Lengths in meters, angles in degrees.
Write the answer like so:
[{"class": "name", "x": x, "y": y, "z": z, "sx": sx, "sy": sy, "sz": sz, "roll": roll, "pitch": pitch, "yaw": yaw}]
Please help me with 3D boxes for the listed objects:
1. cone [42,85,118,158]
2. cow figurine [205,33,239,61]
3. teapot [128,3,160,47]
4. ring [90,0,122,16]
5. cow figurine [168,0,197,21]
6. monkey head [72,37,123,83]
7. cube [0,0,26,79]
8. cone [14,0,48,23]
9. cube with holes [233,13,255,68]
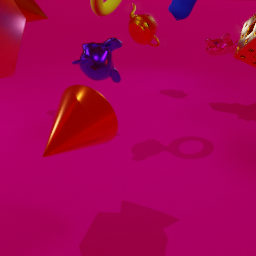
[{"class": "cone", "x": -0.919, "y": 0.098, "z": 4.274, "sx": 1.138, "sy": 1.138, "sz": 1.142, "roll": 13, "pitch": 39, "yaw": 24}, {"class": "cow figurine", "x": 3.224, "y": -2.646, "z": 9.305, "sx": 1.255, "sy": 0.689, "sz": 1.235, "roll": -7, "pitch": -10, "yaw": 25}, {"class": "teapot", "x": 0.562, "y": -3.769, "z": 10.422, "sx": 0.890, "sy": 1.817, "sz": 1.130, "roll": -42, "pitch": 9, "yaw": -24}, {"class": "ring", "x": -0.353, "y": -3.013, "z": 5.970, "sx": 0.260, "sy": 1.299, "sz": 1.299, "roll": 34, "pitch": 35, "yaw": 8}, {"class": "cow figurine", "x": 1.783, "y": -3.921, "z": 8.250, "sx": 0.881, "sy": 1.605, "sz": 1.580, "roll": 15, "pitch": 32, "yaw": -10}, {"class": "monkey head", "x": -0.596, "y": -1.585, "z": 6.533, "sx": 1.044, "sy": 0.874, "sz": 1.451, "roll": -14, "pitch": -19, "yaw": 39}, {"class": "cube", "x": -1.979, "y": -1.232, "z": 3.274, "sx": 1.028, "sy": 1.028, "sz": 1.028, "roll": -7, "pitch": 60, "yaw": 9}, {"class": "cone", "x": -2.602, "y": -2.991, "z": 7.013, "sx": 1.467, "sy": 1.462, "sz": 1.462, "roll": 26, "pitch": 34, "yaw": 13}, {"class": "cube with holes", "x": 2.706, "y": -1.700, "z": 5.322, "sx": 0.844, "sy": 0.844, "sz": 0.844, "roll": 24, "pitch": -14, "yaw": -4}]
